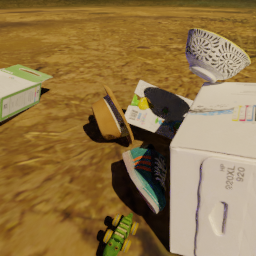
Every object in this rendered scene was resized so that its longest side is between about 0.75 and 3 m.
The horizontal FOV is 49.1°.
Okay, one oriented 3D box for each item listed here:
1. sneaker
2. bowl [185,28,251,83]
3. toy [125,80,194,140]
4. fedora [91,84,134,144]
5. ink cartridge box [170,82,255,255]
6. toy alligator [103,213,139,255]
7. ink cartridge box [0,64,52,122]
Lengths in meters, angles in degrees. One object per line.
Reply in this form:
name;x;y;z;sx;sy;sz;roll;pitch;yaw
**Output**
sneaker;0.385;0.724;4.771;0.673;0.601;1.684;-30;26;0
bowl;1.459;-1.182;4.975;1.222;0.573;1.222;30;7;-4
toy;1.156;-0.160;6.874;2.399;0.566;1.381;23;56;-1
fedora;-0.430;-0.217;6.569;0.647;1.587;1.587;-26;32;-3
ink cartridge box;1.854;0.588;4.357;1.866;1.899;2.579;7;30;23
toy alligator;-0.151;1.573;3.878;0.374;0.271;1.128;22;41;10
ink cartridge box;-3.616;-1.158;8.558;1.391;0.795;2.679;19;26;8
